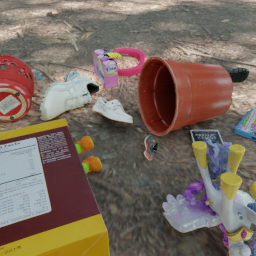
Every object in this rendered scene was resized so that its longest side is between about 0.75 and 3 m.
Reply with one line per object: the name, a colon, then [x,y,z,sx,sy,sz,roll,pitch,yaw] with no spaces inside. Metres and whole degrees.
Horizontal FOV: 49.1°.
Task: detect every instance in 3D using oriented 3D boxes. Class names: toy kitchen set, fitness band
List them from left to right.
toy kitchen set: [-4.425,-2.253,12.389,1.137,0.670,0.911,-15,40,-18]
fitness band: [-0.049,-3.331,14.022,1.801,0.469,2.507,6,39,3]

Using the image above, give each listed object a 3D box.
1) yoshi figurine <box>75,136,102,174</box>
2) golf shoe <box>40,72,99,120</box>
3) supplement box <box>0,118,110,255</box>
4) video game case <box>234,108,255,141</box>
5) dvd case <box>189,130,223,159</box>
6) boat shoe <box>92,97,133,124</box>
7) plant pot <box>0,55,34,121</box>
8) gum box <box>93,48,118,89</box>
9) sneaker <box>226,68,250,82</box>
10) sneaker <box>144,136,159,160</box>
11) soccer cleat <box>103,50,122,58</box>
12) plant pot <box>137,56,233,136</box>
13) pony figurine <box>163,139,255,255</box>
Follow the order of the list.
yoshi figurine: [-1.905,1.149,7.495,2.414,1.352,1.357,-25,51,-24]
golf shoe: [-2.151,-1.225,10.741,1.457,1.174,2.997,17,42,13]
supplement box: [-1.637,1.854,5.281,1.879,2.792,2.830,-13,40,-17]
video game case: [5.124,0.143,9.653,2.358,0.210,1.687,27,45,30]
dvd case: [2.627,0.515,9.203,1.006,0.165,1.338,0,38,0]
boat shoe: [-0.532,-0.680,9.922,1.983,0.687,0.702,25,7,42]
plant pot: [-4.457,-1.397,10.233,1.974,1.974,1.798,-9,41,-11]
gum box: [-1.055,-2.747,12.679,0.636,1.092,1.923,-13,39,-17]
sneaker: [4.557,-2.458,12.634,1.892,0.714,0.750,-9,36,-12]
sneaker: [0.796,0.559,8.692,0.420,0.447,1.090,40,29,-20]
soccer cleat: [-0.682,-3.123,12.140,0.796,0.257,0.333,15,65,-6]
plant pot: [2.024,-1.174,9.709,2.530,2.601,2.601,-8,37,-24]
pony figurine: [2.030,1.668,6.116,2.299,2.761,2.665,-13,23,-5]
